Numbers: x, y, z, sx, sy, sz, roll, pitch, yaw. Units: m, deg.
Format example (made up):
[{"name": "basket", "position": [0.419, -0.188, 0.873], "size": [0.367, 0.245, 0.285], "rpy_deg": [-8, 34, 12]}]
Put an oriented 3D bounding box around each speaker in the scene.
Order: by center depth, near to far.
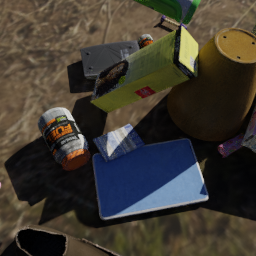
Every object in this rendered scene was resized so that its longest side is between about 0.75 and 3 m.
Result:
[{"name": "speaker", "position": [0.539, -2.433, 5.027], "size": [1.485, 0.657, 0.657], "rpy_deg": [26, 63, 0]}]

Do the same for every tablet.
[{"name": "tablet", "position": [0.501, 1.203, 6.919], "size": [2.620, 0.179, 1.704], "rpy_deg": [-10, 61, -4]}]

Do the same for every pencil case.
[{"name": "pencil case", "position": [2.729, 0.450, 7.262], "size": [0.823, 0.360, 0.360], "rpy_deg": [-27, 64, -14]}]

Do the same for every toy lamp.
[{"name": "toy lamp", "position": [1.560, -3.540, 9.542], "size": [0.946, 0.275, 0.275], "rpy_deg": [31, 65, 19]}]

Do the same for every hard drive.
[{"name": "hard drive", "position": [-0.494, -2.077, 8.640], "size": [1.819, 0.385, 1.227], "rpy_deg": [-10, 61, -6]}]

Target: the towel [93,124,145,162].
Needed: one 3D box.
[{"name": "towel", "position": [-0.248, 0.364, 7.290], "size": [1.145, 0.136, 0.841], "rpy_deg": [-22, 50, -16]}]

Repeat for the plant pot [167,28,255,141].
[{"name": "plant pot", "position": [2.290, -1.166, 6.929], "size": [2.182, 2.341, 2.182], "rpy_deg": [3, 59, -5]}]

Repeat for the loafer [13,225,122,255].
[{"name": "loafer", "position": [-1.135, 2.718, 5.599], "size": [2.807, 1.001, 1.024], "rpy_deg": [15, 62, 8]}]

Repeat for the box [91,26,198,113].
[{"name": "box", "position": [0.312, -1.328, 7.036], "size": [2.891, 0.725, 1.088], "rpy_deg": [-19, 51, 39]}]

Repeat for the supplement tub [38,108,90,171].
[{"name": "supplement tub", "position": [-1.587, 0.275, 7.033], "size": [0.901, 0.901, 1.470], "rpy_deg": [-29, 65, -15]}]

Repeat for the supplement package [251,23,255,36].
[{"name": "supplement package", "position": [4.462, -2.316, 8.003], "size": [1.729, 1.716, 2.278], "rpy_deg": [18, 62, 10]}]

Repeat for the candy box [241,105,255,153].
[{"name": "candy box", "position": [4.362, 0.049, 6.994], "size": [2.410, 0.862, 2.022], "rpy_deg": [28, 64, 5]}]

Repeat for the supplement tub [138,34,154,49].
[{"name": "supplement tub", "position": [0.658, -2.526, 8.836], "size": [0.486, 0.486, 0.793], "rpy_deg": [-20, 63, -11]}]
